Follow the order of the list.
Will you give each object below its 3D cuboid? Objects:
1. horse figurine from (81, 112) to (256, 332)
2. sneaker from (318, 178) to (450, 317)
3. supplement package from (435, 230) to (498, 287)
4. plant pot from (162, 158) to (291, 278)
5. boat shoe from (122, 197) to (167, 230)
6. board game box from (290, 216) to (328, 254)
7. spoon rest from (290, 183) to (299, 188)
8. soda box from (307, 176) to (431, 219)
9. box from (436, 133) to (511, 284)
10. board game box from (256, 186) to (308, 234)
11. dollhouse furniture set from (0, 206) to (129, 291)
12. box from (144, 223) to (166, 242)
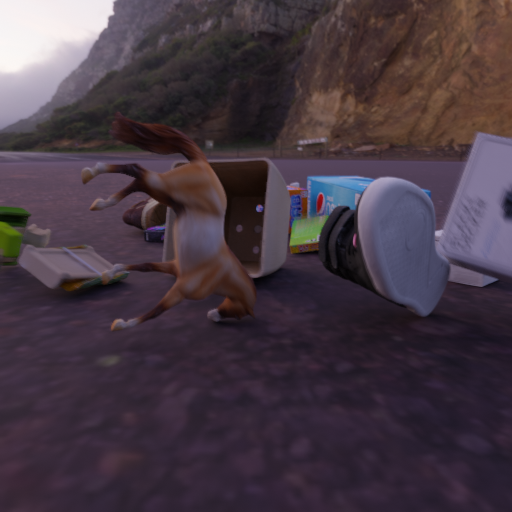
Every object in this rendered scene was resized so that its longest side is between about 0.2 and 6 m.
[{"bbox_3d":[-0.855,-0.272,5.894,1.660,2.506,0.625,-10,17,-13],"label":"horse figurine"},{"bbox_3d":[1.151,-0.147,6.007,1.395,0.994,2.812,25,-6,31],"label":"sneaker"},{"bbox_3d":[3.299,-0.035,8.567,1.231,0.683,0.959,-13,16,-42],"label":"supplement package"},{"bbox_3d":[-0.296,-0.508,8.785,1.685,1.683,1.492,3,-4,25],"label":"plant pot"},{"bbox_3d":[-2.342,-1.092,13.158,0.896,0.898,2.489,4,19,13],"label":"boat shoe"},{"bbox_3d":[1.070,-0.442,10.856,0.764,0.240,1.600,-8,22,9],"label":"board game box"},{"bbox_3d":[1.984,-1.303,14.927,2.397,0.727,1.191,21,21,24],"label":"spoon rest"},{"bbox_3d":[2.138,-0.948,11.614,1.268,1.200,3.739,-2,13,-11],"label":"soda box"},{"bbox_3d":[3.552,-0.275,6.240,2.631,1.535,0.791,22,2,27],"label":"box"},{"bbox_3d":[0.513,-1.042,12.579,0.966,0.965,0.966,-5,13,-23],"label":"board game box"},{"bbox_3d":[-3.223,0.163,8.345,2.466,0.952,1.233,30,16,28],"label":"dollhouse furniture set"},{"bbox_3d":[-1.562,-0.524,11.876,1.073,0.271,1.501,3,11,16],"label":"box"}]
